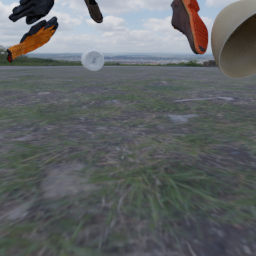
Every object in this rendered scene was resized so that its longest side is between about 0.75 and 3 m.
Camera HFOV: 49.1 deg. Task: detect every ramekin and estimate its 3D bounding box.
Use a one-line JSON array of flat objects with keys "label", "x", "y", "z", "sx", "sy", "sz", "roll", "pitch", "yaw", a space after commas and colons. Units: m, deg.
[{"label": "ramekin", "x": -1.348, "y": -2.630, "z": 10.889, "sx": 0.897, "sy": 0.897, "sz": 0.438, "roll": -4, "pitch": 22, "yaw": -16}]

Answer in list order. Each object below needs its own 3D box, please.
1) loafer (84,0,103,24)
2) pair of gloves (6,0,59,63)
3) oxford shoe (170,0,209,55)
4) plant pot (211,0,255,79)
[{"label": "loafer", "x": -1.083, "y": -3.773, "z": 8.823, "sx": 0.362, "sy": 0.991, "sz": 0.352, "roll": -38, "pitch": 23, "yaw": -14}, {"label": "pair of gloves", "x": -2.464, "y": -2.890, "z": 7.671, "sx": 2.051, "sy": 0.285, "sz": 2.302, "roll": -49, "pitch": 0, "yaw": -33}, {"label": "oxford shoe", "x": 1.902, "y": -3.225, "z": 8.877, "sx": 0.851, "sy": 2.390, "sz": 0.867, "roll": 16, "pitch": -32, "yaw": -41}, {"label": "plant pot", "x": 3.587, "y": -2.998, "z": 8.754, "sx": 2.432, "sy": 2.432, "sz": 1.633, "roll": -5, "pitch": 49, "yaw": -18}]
